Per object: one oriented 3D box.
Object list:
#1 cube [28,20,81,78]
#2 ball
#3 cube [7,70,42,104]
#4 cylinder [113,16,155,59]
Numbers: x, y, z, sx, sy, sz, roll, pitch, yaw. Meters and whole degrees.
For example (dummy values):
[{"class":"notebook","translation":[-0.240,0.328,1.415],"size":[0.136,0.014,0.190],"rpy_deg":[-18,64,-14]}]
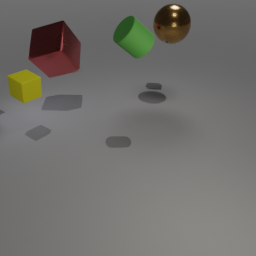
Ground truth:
[{"class":"cube","translation":[-2.773,-2.988,10.789],"size":[1.400,1.400,1.400],"rpy_deg":[-9,67,17]},{"class":"ball","translation":[1.642,-3.876,10.463],"size":[1.400,1.400,1.400],"rpy_deg":[0,30,0]},{"class":"cube","translation":[-3.203,-1.301,8.721],"size":[0.700,0.700,0.700],"rpy_deg":[28,41,25]},{"class":"cylinder","translation":[0.136,-2.088,6.479],"size":[0.700,0.700,0.700],"rpy_deg":[29,10,-38]}]
